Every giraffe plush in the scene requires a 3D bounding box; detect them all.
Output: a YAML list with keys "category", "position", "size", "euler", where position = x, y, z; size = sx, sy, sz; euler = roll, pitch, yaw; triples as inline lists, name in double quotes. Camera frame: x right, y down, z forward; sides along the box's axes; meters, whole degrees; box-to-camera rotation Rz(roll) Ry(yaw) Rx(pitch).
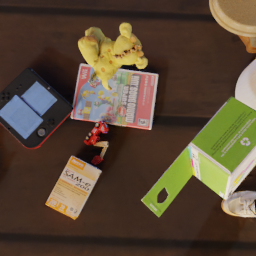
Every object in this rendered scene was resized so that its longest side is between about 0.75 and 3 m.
- category: "giraffe plush"
  position: [-0.217, -1.497, 5.457]
  size: [1.089, 1.159, 1.343]
  euler: [-22, 49, 27]

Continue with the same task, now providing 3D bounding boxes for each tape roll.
- category: "tape roll"
  position: [4.477, -1.071, 7.531]
  size: [2.612, 1.794, 2.612]
  euler: [0, 80, 0]

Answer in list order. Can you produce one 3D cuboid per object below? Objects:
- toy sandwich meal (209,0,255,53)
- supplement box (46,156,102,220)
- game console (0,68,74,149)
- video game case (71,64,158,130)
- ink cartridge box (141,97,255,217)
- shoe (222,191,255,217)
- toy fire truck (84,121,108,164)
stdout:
- category: "toy sandwich meal"
  position: [3.842, -3.702, 8.468]
  size: [2.867, 0.982, 2.867]
  euler: [-3, 75, 10]
- category: "supplement box"
  position: [-1.470, 1.617, 7.712]
  size: [0.918, 0.535, 1.456]
  euler: [26, 81, 3]
- category: "game console"
  position: [-2.827, -0.562, 8.109]
  size: [1.986, 0.308, 1.757]
  euler: [42, 87, 9]
- category: "video game case"
  position: [-0.377, -0.943, 8.318]
  size: [2.375, 0.207, 1.698]
  euler: [8, 81, 2]
- category: "ink cartridge box"
  position: [1.539, 0.901, 5.325]
  size: [0.921, 1.797, 2.431]
  euler: [38, 80, 28]
- category: "shoe"
  position: [3.569, 2.064, 7.646]
  size: [1.951, 0.521, 0.682]
  euler: [-3, 80, 0]
- category: "toy fire truck"
  position: [-0.826, 0.417, 7.960]
  size: [0.752, 0.260, 1.066]
  euler: [40, 98, 15]
